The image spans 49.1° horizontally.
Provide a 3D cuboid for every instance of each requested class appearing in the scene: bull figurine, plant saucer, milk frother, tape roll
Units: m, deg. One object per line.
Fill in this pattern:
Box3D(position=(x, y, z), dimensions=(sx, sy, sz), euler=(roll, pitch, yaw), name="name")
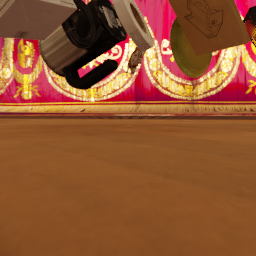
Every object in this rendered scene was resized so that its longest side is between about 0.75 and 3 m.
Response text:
Box3D(position=(0.228, -2.160, 9.069), dimensions=(0.409, 0.763, 1.257), euler=(20, -43, -7), name="bull figurine")
Box3D(position=(2.382, -3.072, 10.393), dimensions=(0.374, 2.408, 2.408), euler=(-21, 11, -20), name="plant saucer")
Box3D(position=(-1.852, -2.902, 9.081), dimensions=(2.717, 2.607, 2.888), euler=(-26, -31, 28), name="milk frother")
Box3D(position=(0.148, -2.669, 6.973), dimensions=(0.292, 1.598, 1.598), euler=(-26, -7, 22), name="tape roll")

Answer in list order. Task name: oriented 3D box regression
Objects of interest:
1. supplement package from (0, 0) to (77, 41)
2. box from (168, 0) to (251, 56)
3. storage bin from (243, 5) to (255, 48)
Box3D(position=(-2.260, -2.713, 6.114), dimensions=(1.325, 0.943, 1.701), euler=(-28, -2, 31), name="supplement package")
Box3D(position=(2.049, -3.071, 7.479), dimensions=(0.235, 2.212, 1.808), euler=(-44, 24, -22), name="box")
Box3D(position=(3.969, -2.854, 7.992), dimensions=(0.876, 1.296, 0.608), euler=(-21, -19, -6), name="storage bin")
